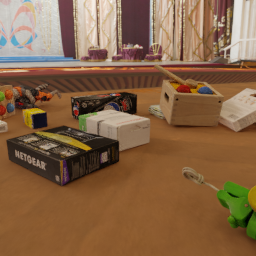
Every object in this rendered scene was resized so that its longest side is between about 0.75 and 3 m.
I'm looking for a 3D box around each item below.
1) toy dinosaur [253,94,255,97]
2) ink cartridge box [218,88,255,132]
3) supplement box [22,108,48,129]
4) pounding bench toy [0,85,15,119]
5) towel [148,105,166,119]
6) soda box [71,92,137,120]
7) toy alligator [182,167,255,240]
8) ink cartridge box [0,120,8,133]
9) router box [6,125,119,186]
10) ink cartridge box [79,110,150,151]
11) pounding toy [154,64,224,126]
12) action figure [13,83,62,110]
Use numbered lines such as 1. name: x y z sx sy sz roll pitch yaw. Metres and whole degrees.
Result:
1. toy dinosaur: 5.356 -0.965 10.929 1.041 1.644 2.425 -7 17 -25
2. ink cartridge box: 4.443 -0.755 10.873 1.880 0.477 2.134 -29 17 1
3. supplement box: -3.598 -0.382 10.818 0.575 0.572 1.051 -12 19 -37
4. pounding bench toy: -5.902 -1.525 12.022 1.668 2.139 1.329 3 16 13
5. towel: 1.903 -0.743 12.541 1.619 0.390 1.386 -7 20 -24
6. soda box: -0.996 -0.993 12.376 2.876 0.911 1.018 -11 20 -33
7. toy alligator: 1.962 1.353 4.314 2.869 0.851 0.778 13 61 39
8. ink cartridge box: -5.260 -0.055 10.074 1.532 0.384 1.233 16 22 41
9. router box: -1.686 0.578 7.249 2.351 0.614 1.848 13 20 39
10. ink cartridge box: -0.443 0.024 8.887 1.405 0.809 1.925 -14 21 -41
11. pounding toy: 2.256 -1.374 11.256 2.239 1.729 2.432 2 26 -8
12. action figure: -5.131 -1.672 14.176 2.658 1.390 2.571 8 9 29
